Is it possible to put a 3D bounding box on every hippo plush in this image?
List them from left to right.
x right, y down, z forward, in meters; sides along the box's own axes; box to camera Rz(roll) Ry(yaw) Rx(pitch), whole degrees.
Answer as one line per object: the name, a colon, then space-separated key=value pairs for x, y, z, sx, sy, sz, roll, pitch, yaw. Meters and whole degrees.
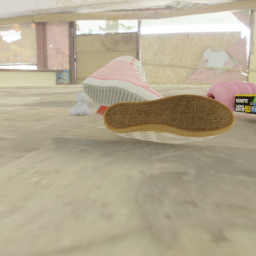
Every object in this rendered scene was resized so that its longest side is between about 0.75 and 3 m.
hippo plush: x=-1.670 y=-0.843 z=9.626 sx=0.748 sy=0.755 sz=0.939 roll=-4 pitch=8 yaw=-12

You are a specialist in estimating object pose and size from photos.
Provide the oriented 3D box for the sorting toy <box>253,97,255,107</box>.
sorting toy: x=3.704 y=-0.157 z=5.865 sx=2.348 sy=0.320 sz=1.322 roll=25 pitch=-8 yaw=41

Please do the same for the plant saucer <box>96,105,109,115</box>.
plant saucer: x=0.579 y=-0.680 z=9.609 sx=2.675 sy=0.491 sz=2.670 roll=-4 pitch=11 yaw=-26

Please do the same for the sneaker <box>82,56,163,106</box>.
sneaker: x=0.167 y=-1.096 z=6.964 sx=1.484 sy=1.068 sz=2.839 roll=-43 pitch=41 yaw=-22

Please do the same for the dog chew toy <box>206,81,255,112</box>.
dog chew toy: x=3.549 y=-1.072 z=9.330 sx=1.811 sy=1.128 sz=1.128 roll=-14 pitch=14 yaw=-15

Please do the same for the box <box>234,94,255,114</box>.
box: x=4.647 y=-0.638 z=7.811 sx=2.548 sy=0.629 sz=2.034 roll=1 pitch=8 yaw=-5

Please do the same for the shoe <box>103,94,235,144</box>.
shoe: x=0.771 y=-0.150 z=5.507 sx=2.462 sy=0.861 sz=0.657 roll=2 pitch=-23 yaw=12
